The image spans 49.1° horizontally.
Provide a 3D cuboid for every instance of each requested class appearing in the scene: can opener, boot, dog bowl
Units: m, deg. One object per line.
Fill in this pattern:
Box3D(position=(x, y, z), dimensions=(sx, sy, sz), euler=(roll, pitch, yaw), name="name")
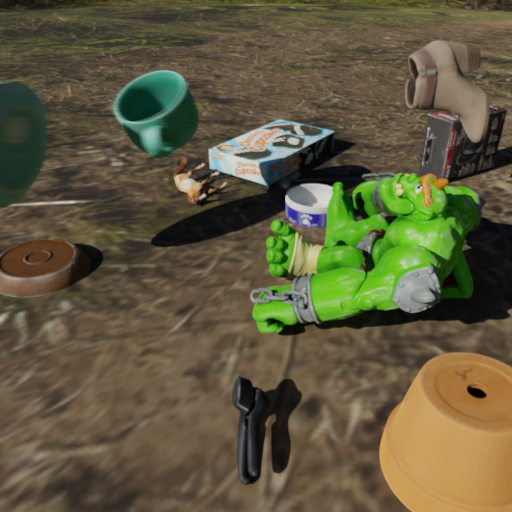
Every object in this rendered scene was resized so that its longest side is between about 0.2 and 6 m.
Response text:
Box3D(position=(-0.098, 2.151, 6.887), dimensions=(0.546, 0.440, 1.390), euler=(21, 37, -17), name="can opener")
Box3D(position=(3.659, -3.099, 10.882), dimensions=(1.519, 2.077, 0.730), euler=(-16, 16, -13), name="boot")
Box3D(position=(1.264, -1.105, 12.242), dimensions=(1.254, 0.494, 1.254), euler=(0, 31, 0), name="dog bowl")

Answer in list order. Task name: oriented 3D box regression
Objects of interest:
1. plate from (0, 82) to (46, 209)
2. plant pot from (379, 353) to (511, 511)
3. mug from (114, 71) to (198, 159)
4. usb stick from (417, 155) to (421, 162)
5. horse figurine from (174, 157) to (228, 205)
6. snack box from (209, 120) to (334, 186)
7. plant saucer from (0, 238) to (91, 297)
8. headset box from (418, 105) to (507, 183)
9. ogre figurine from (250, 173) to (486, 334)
Box3D(position=(-3.888, -1.716, 8.954), dimensions=(0.264, 2.064, 2.064), euler=(17, 34, 10), name="plate")
Box3D(position=(2.374, 1.969, 6.320), dimensions=(1.813, 1.269, 1.813), euler=(0, 32, 0), name="plant pot")
Box3D(position=(-1.891, -2.532, 10.650), dimensions=(1.424, 1.072, 1.733), euler=(15, 62, 27), name="mug")
Box3D(position=(4.504, -2.496, 14.937), dimensions=(0.240, 0.141, 0.865), euler=(4, 30, -5), name="usb stick")
Box3D(position=(-1.476, -1.768, 13.352), dimensions=(1.085, 0.409, 1.637), euler=(-36, 52, -21), name="horse figurine")
Box3D(position=(0.481, -2.865, 15.095), dimensions=(1.890, 0.604, 3.253), euler=(20, 36, 30), name="snack box")
Box3D(position=(-4.011, 0.134, 10.357), dimensions=(1.812, 0.312, 1.812), euler=(1, 31, 0), name="plant saucer")
Box3D(position=(5.058, -2.796, 13.987), dimensions=(2.185, 1.626, 0.844), euler=(-17, 35, -25), name="headset box")
Box3D(position=(2.109, -0.232, 9.363), dimensions=(2.725, 2.230, 4.545), euler=(0, 10, 36), name="ogre figurine")
